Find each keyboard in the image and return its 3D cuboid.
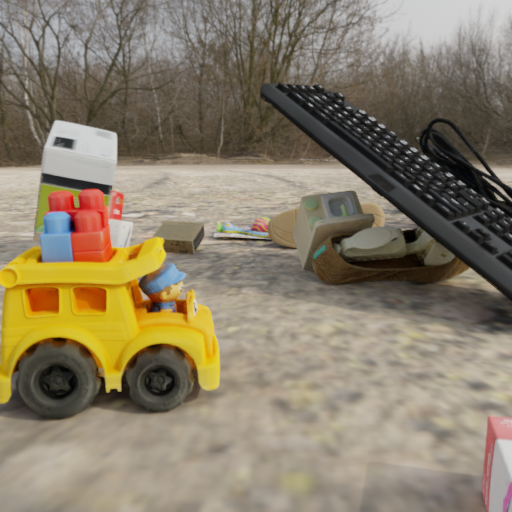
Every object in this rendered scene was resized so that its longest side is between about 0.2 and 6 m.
[{"bbox_3d":[2.555,-1.298,8.011,2.705,1.030,5.198,-10,48,-49],"label":"keyboard"}]

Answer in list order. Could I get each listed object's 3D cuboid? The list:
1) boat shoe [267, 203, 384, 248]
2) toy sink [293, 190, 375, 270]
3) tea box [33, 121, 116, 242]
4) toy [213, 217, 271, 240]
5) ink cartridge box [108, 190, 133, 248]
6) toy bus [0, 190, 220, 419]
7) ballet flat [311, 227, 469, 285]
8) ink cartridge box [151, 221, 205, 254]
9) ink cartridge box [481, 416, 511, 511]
[{"bbox_3d":[1.427,-0.610,11.786,2.467,0.887,0.799,-11,-6,-7],"label":"boat shoe"},{"bbox_3d":[1.223,-0.515,9.181,0.961,0.826,1.474,-9,-27,-8],"label":"toy sink"},{"bbox_3d":[-3.228,-1.287,10.100,1.176,1.731,1.759,10,25,-18],"label":"tea box"},{"bbox_3d":[0.063,-0.648,12.758,1.973,0.466,1.136,0,12,1],"label":"toy"},{"bbox_3d":[-1.876,-0.462,7.742,0.209,0.823,0.935,9,2,-4],"label":"ink cartridge box"},{"bbox_3d":[-1.238,0.325,4.859,1.848,1.774,1.254,0,10,-7],"label":"toy bus"},{"bbox_3d":[2.206,-0.109,8.541,2.704,0.917,0.978,-2,-31,-6],"label":"ballet flat"},{"bbox_3d":[-1.546,-0.377,11.190,0.885,0.332,0.729,4,33,15],"label":"ink cartridge box"},{"bbox_3d":[1.671,1.398,2.588,0.961,0.557,1.651,3,11,14],"label":"ink cartridge box"}]
